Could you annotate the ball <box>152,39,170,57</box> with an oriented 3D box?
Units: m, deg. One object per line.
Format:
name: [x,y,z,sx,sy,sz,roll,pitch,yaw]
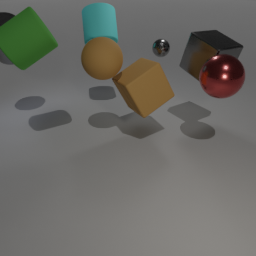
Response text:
ball: [1.303,-3.149,11.036,0.700,0.700,0.700,0,28,0]

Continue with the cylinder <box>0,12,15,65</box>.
cylinder: [-4.625,-3.399,10.723,1.400,1.400,1.400,1,65,-2]

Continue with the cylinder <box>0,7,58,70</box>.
cylinder: [-3.162,-2.770,8.741,1.400,1.400,1.400,-35,33,2]

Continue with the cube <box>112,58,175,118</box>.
cube: [0.527,-1.462,9.970,1.400,1.400,1.400,-36,30,-7]

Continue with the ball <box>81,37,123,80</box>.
ball: [-0.864,-2.316,9.374,1.400,1.400,1.400,0,28,0]

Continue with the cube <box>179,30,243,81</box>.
cube: [3.016,-2.621,10.288,1.400,1.400,1.400,-17,49,-32]

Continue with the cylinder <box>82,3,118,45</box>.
cylinder: [-1.172,-4.225,11.687,1.400,1.400,1.400,-6,-3,0]

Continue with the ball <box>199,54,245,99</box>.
ball: [2.993,-1.641,8.944,1.400,1.400,1.400,0,28,0]
